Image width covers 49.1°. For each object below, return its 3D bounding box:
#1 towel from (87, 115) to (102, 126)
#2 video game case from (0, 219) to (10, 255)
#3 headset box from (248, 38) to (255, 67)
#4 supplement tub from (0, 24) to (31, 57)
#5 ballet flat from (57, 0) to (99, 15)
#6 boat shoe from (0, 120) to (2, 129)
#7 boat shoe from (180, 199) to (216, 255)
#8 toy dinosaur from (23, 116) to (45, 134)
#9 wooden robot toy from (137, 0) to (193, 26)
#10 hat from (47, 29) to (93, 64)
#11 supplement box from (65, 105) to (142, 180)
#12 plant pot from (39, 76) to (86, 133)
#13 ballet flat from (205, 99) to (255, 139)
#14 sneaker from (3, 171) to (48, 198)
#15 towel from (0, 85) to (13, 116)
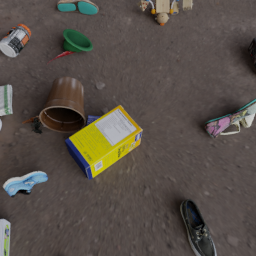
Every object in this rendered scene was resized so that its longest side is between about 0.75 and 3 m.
[{"bbox_3d":[-1.200,-0.076,10.141,0.630,0.104,0.870,4,59,2],"label":"towel"},{"bbox_3d":[-4.664,3.965,7.416,2.797,0.636,2.536,-8,60,-5],"label":"video game case"},{"bbox_3d":[5.945,-2.812,11.411,1.395,0.704,1.876,-6,59,-3],"label":"headset box"},{"bbox_3d":[-4.761,-3.733,11.895,0.825,0.825,1.347,18,60,11],"label":"supplement tub"},{"bbox_3d":[-2.325,-5.867,13.271,2.025,0.689,0.681,9,55,4],"label":"ballet flat"},{"bbox_3d":[-5.432,0.371,9.452,0.865,0.819,2.473,37,66,20],"label":"boat shoe"},{"bbox_3d":[2.010,2.942,8.097,0.630,0.520,1.835,-16,61,-9],"label":"boat shoe"},{"bbox_3d":[-3.224,-0.191,10.084,1.041,0.532,0.706,-18,44,11],"label":"toy dinosaur"},{"bbox_3d":[1.692,-5.309,12.979,2.538,1.118,1.152,-1,94,-1],"label":"wooden robot toy"},{"bbox_3d":[-2.511,-3.319,12.054,1.566,1.379,1.297,15,43,-33],"label":"hat"},{"bbox_3d":[-0.755,0.474,9.146,2.169,1.188,1.181,-34,69,-18],"label":"supplement box"},{"bbox_3d":[-2.179,-0.872,9.814,1.532,1.532,1.517,1,56,0],"label":"plant pot"},{"bbox_3d":[3.837,-0.263,9.958,2.277,0.787,0.810,-25,81,-9],"label":"ballet flat"},{"bbox_3d":[-3.033,1.756,8.492,1.345,0.527,0.605,-15,62,-44],"label":"sneaker"},{"bbox_3d":[-5.435,-0.761,10.263,2.372,0.364,1.769,-18,43,-7],"label":"towel"}]
